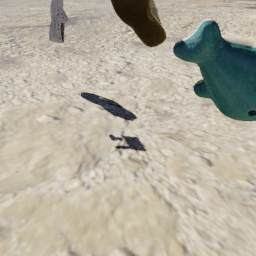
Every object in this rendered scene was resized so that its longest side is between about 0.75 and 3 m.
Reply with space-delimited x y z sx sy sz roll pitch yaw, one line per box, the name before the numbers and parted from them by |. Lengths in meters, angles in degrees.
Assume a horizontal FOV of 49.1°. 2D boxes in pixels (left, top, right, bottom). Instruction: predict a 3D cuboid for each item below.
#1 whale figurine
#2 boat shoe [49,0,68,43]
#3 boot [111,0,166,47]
whale figurine | 1.731 -0.832 4.563 2.126 1.691 1.103 25 56 -29
boat shoe | -2.616 -4.266 10.911 0.663 1.913 0.677 17 31 7
boot | 0.099 -2.548 5.348 0.635 1.763 1.363 -24 56 20
